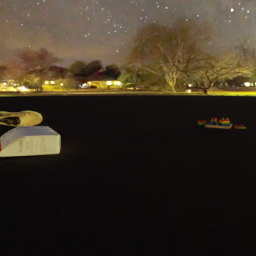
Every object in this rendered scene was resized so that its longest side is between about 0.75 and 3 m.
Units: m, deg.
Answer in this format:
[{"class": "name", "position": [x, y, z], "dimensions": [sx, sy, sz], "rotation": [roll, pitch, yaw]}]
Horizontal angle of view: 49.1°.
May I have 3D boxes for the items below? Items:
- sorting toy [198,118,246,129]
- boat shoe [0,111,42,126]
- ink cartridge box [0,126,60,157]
[{"class": "sorting toy", "position": [3.047, -0.176, 9.228], "dimensions": [1.585, 0.268, 0.764], "rotation": [4, 10, 27]}, {"class": "boat shoe", "position": [-3.445, -0.237, 8.894], "dimensions": [1.482, 0.531, 0.564], "rotation": [-4, 17, -32]}, {"class": "ink cartridge box", "position": [-2.378, 0.223, 5.634], "dimensions": [1.749, 0.413, 1.400], "rotation": [1, 8, -26]}]
